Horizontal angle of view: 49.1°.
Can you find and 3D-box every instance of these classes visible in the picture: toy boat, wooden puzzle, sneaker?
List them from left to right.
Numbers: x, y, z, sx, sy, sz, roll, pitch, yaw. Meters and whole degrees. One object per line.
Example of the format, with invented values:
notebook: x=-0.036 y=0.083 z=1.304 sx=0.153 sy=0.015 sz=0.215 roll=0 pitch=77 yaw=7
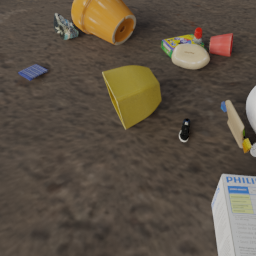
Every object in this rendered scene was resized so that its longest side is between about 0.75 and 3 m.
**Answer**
sneaker: x=-2.847 y=-4.595 z=12.782 sx=0.816 sy=0.734 sz=1.891 roll=-11 pitch=51 yaw=-29
sneaker: x=1.668 y=0.012 z=8.200 sx=0.277 sy=0.424 sz=0.759 roll=8 pitch=45 yaw=9
toy boat: x=2.548 y=-3.010 z=10.896 sx=1.436 sy=0.794 sz=1.708 roll=18 pitch=76 yaw=15
wooden puzzle: x=2.981 y=-0.091 z=7.694 sx=0.208 sy=1.200 sz=1.778 roll=-20 pitch=61 yaw=9

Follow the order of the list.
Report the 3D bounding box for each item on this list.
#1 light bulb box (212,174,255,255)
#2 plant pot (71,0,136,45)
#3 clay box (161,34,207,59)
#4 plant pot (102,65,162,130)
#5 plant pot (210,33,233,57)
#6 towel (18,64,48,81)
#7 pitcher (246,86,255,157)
light bulb box: x=2.805 y=2.097 z=5.526 sx=1.933 sy=1.217 sz=1.950 roll=4 pitch=44 yaw=5
plant pot: x=-0.859 y=-4.717 z=11.898 sx=2.075 sy=2.267 sz=2.267 roll=43 pitch=57 yaw=16
clay box: x=2.370 y=-3.452 z=11.701 sx=1.714 sy=0.408 sz=0.985 roll=-17 pitch=48 yaw=-15
plant pot: x=0.212 y=-1.050 z=8.378 sx=1.395 sy=1.364 sz=1.355 roll=-22 pitch=52 yaw=-5
plant pot: x=3.769 y=-3.354 z=11.338 sx=0.814 sy=0.920 sz=0.920 roll=7 pitch=44 yaw=23
towel: x=-3.527 y=-2.079 z=10.432 sx=0.655 sy=0.108 sz=0.904 roll=29 pitch=44 yaw=18
pitcher: x=4.367 y=-0.214 z=7.890 sx=1.913 sy=1.352 sz=2.229 roll=11 pitch=55 yaw=3
